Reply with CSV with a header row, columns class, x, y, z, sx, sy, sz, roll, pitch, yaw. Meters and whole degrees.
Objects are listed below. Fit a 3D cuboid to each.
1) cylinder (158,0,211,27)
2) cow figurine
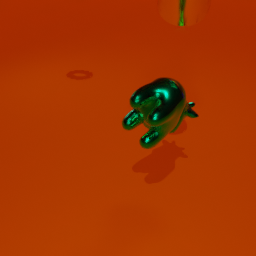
class,x,y,z,sx,sy,sz,roll,pitch,yaw
cylinder,0.914,-2.221,4.395,0.864,0.864,0.864,-1,68,3
cow figurine,0.679,-0.374,4.881,1.622,1.649,0.905,-37,73,-25
